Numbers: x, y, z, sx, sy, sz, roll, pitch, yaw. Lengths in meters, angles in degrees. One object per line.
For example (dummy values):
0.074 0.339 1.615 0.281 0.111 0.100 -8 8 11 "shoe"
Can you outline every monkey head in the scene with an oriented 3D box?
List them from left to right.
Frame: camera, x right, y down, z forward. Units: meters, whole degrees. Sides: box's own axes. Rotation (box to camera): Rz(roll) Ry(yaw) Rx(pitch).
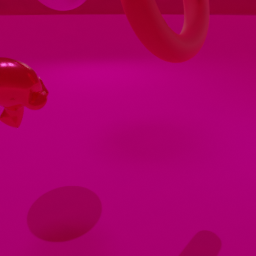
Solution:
-1.443 -0.408 3.413 1.164 0.837 0.701 23 5 8 "monkey head"

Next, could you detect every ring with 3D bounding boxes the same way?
0.523 -1.733 3.568 0.359 1.795 1.795 -4 16 42 "ring"

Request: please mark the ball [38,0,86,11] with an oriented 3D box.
-1.143 -2.609 4.712 1.173 1.173 1.173 0 24 0 "ball"
